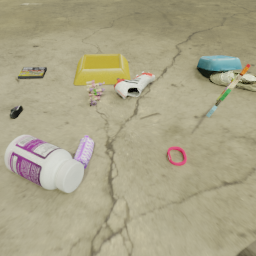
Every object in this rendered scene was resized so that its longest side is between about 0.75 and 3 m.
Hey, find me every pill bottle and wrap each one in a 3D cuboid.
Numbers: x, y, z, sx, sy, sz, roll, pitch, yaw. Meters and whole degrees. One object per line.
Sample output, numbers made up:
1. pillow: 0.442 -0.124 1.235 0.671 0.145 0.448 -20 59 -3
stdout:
1. pill bottle: -2.390 1.056 8.117 2.155 1.210 1.210 19 40 24

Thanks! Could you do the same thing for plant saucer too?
1. plant saucer: -1.313 -3.142 14.424 2.815 0.682 2.815 -1 36 -3

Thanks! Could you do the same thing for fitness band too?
1. fitness band: 1.609 0.920 9.217 0.598 0.156 0.833 1 36 -4

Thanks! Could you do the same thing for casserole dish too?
1. casserole dish: 4.538 -3.293 14.058 1.721 0.551 2.841 -4 19 -2

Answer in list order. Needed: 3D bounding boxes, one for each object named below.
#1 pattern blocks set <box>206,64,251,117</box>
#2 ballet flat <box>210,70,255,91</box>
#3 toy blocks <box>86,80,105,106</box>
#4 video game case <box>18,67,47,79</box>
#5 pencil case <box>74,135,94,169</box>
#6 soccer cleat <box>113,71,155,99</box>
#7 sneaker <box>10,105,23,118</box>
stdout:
1. pattern blocks set: 2.795 -1.048 7.870 0.155 1.677 1.908 39 34 10
2. ballet flat: 5.046 -2.318 13.021 2.406 0.836 0.836 14 38 20
3. toy blocks: -1.330 -1.527 12.010 0.769 0.854 0.914 -9 33 -3
4. video game case: -4.911 -2.848 14.454 1.246 0.159 1.126 -1 35 -3
5. pencil case: -1.429 0.789 9.065 0.517 0.527 1.232 7 37 0
6. soccer cleat: 0.434 -1.890 12.664 2.374 0.815 1.011 -19 64 -37
7. sneaker: -4.586 -0.617 11.279 0.368 0.318 0.840 -5 28 13
